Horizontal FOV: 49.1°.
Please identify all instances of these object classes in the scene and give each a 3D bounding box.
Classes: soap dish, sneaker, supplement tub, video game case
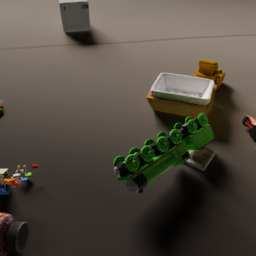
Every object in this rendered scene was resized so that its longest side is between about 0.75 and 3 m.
[{"bbox_3d":[1.646,-0.984,8.512,1.865,0.757,1.467,12,39,15],"label":"soap dish"},{"bbox_3d":[3.465,0.012,7.528,0.408,0.347,0.941,10,40,-17],"label":"sneaker"},{"bbox_3d":[-2.459,1.817,4.765,1.397,0.747,0.747,3,37,4],"label":"supplement tub"},{"bbox_3d":[1.698,0.662,6.868,0.692,0.087,0.760,23,43,28],"label":"video game case"}]

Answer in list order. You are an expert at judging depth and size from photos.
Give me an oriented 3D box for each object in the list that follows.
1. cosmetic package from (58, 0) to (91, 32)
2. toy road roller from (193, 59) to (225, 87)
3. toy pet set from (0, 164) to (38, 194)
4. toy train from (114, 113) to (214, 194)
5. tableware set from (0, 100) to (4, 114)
[{"bbox_3d":[-2.824,-6.041,14.707,1.432,1.434,1.738,-9,37,-10],"label":"cosmetic package"},{"bbox_3d":[2.761,-1.902,9.532,0.843,1.001,1.371,21,42,26],"label":"toy road roller"},{"bbox_3d":[-2.407,1.161,5.829,0.908,0.517,0.973,-1,10,-3],"label":"toy pet set"},{"bbox_3d":[0.918,0.497,6.260,2.968,0.837,0.619,-27,7,-35],"label":"toy train"},{"bbox_3d":[-4.292,-0.554,8.466,1.051,0.161,0.708,-8,40,-13],"label":"tableware set"}]
